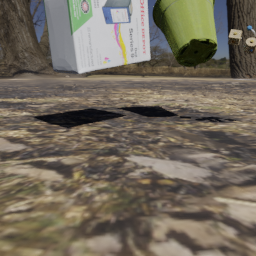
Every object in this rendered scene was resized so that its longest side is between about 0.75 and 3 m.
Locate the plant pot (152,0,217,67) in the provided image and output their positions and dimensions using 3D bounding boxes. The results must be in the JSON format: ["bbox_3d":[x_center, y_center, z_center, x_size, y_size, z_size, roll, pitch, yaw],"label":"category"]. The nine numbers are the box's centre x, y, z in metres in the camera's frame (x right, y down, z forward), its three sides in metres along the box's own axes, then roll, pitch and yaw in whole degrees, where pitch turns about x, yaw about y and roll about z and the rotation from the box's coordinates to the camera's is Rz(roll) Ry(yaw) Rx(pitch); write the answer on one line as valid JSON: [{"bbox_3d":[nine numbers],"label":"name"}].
[{"bbox_3d":[2.025,-3.224,9.270,2.170,2.060,2.170,-5,-26,-3],"label":"plant pot"}]

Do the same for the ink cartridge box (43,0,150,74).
[{"bbox_3d":[-0.757,-2.882,8.255,1.292,2.145,2.952,14,25,41],"label":"ink cartridge box"}]

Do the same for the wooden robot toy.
[{"bbox_3d":[3.931,-2.376,8.171,1.983,0.874,0.900,1,-26,12],"label":"wooden robot toy"}]
